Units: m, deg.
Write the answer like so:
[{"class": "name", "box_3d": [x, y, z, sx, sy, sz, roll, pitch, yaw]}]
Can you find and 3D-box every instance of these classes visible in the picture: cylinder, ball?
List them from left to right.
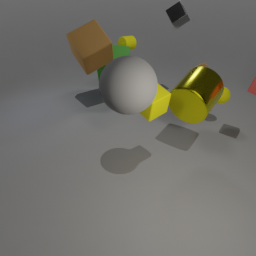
[{"class": "cylinder", "box_3d": [-0.040, -4.364, 14.421, 0.700, 0.700, 0.700, -21, 36, -38]}, {"class": "ball", "box_3d": [0.006, -1.017, 6.703, 1.400, 1.400, 1.400, 0, 31, 0]}, {"class": "cylinder", "box_3d": [2.255, -1.097, 9.303, 1.400, 1.400, 1.400, 20, 51, 30]}, {"class": "ball", "box_3d": [3.876, -1.358, 11.599, 0.700, 0.700, 0.700, 0, 31, 0]}]

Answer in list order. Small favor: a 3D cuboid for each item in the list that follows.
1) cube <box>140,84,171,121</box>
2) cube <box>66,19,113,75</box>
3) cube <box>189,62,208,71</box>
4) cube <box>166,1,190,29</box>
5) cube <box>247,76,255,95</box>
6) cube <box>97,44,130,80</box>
[{"class": "cube", "box_3d": [0.659, -0.752, 7.784, 0.700, 0.700, 0.700, -29, 56, -28]}, {"class": "cube", "box_3d": [-1.588, -3.434, 12.015, 1.400, 1.400, 1.400, -32, 76, -10]}, {"class": "cube", "box_3d": [2.970, -2.060, 11.237, 0.700, 0.700, 0.700, -26, 45, 17]}, {"class": "cube", "box_3d": [2.143, -4.823, 11.996, 0.700, 0.700, 0.700, -28, -12, 22]}, {"class": "cube", "box_3d": [4.570, -1.482, 9.409, 0.700, 0.700, 0.700, 31, 41, 18]}, {"class": "cube", "box_3d": [-0.683, -3.070, 13.573, 1.400, 1.400, 1.400, 7, 75, -1]}]
